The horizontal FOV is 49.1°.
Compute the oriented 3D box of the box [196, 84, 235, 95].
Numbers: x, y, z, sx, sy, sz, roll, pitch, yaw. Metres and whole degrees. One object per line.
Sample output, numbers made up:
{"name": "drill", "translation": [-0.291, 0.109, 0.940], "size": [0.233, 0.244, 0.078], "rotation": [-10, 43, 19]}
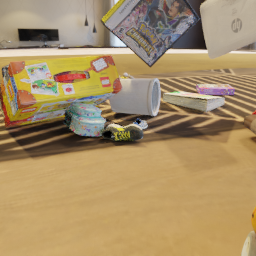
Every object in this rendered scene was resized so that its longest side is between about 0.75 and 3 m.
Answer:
{"name": "box", "translation": [3.995, -1.786, 12.948], "size": [1.532, 0.300, 1.048], "rotation": [1, 19, 4]}

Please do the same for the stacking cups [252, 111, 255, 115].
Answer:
{"name": "stacking cups", "translation": [4.672, -0.588, 8.964], "size": [2.639, 0.798, 0.798], "rotation": [-20, 27, -37]}

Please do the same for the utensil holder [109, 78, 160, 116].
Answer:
{"name": "utensil holder", "translation": [0.251, -1.064, 9.518], "size": [1.472, 1.251, 1.251], "rotation": [4, 19, 20]}

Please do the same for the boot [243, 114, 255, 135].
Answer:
{"name": "boot", "translation": [4.372, -0.043, 7.050], "size": [2.644, 0.929, 1.933], "rotation": [-16, 24, -21]}

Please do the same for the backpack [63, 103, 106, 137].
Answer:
{"name": "backpack", "translation": [-1.138, -0.203, 7.629], "size": [0.979, 0.830, 1.103], "rotation": [2, 25, -36]}

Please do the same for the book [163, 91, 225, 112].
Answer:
{"name": "book", "translation": [2.537, -1.102, 10.901], "size": [1.963, 0.472, 1.312], "rotation": [16, 21, 42]}

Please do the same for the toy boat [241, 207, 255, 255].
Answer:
{"name": "toy boat", "translation": [2.576, 1.083, 3.505], "size": [2.961, 1.376, 2.489], "rotation": [-1, 22, -27]}

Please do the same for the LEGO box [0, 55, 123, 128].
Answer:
{"name": "LEGO box", "translation": [-2.036, -1.084, 8.250], "size": [2.964, 1.144, 2.207], "rotation": [-14, -6, -35]}

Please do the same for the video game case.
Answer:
{"name": "video game case", "translation": [0.835, -3.622, 9.368], "size": [2.706, 2.446, 0.345], "rotation": [30, 23, -45]}

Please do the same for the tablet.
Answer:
{"name": "tablet", "translation": [3.121, -3.235, 8.020], "size": [0.194, 1.851, 2.845], "rotation": [-12, 2, -23]}

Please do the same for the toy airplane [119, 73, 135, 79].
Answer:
{"name": "toy airplane", "translation": [-0.090, -2.413, 14.119], "size": [1.025, 0.726, 1.029], "rotation": [-1, 19, -6]}

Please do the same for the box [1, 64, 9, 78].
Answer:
{"name": "box", "translation": [-3.735, -1.897, 11.511], "size": [2.354, 1.439, 1.249], "rotation": [-3, 21, -7]}

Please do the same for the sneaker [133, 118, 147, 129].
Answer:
{"name": "sneaker", "translation": [0.359, -0.131, 8.154], "size": [0.291, 0.322, 0.756], "rotation": [10, 21, 25]}

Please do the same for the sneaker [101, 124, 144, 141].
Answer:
{"name": "sneaker", "translation": [-0.160, 0.181, 7.221], "size": [1.181, 0.440, 0.500], "rotation": [2, 23, 33]}
